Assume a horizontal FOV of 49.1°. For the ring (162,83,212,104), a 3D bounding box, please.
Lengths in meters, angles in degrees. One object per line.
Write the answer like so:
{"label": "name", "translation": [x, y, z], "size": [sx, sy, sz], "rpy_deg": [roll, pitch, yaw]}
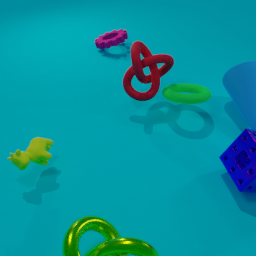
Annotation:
{"label": "ring", "translation": [1.633, -0.975, 7.807], "size": [1.349, 0.270, 1.349], "rpy_deg": [0, 24, 0]}

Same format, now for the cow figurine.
{"label": "cow figurine", "translation": [-2.151, 0.536, 6.221], "size": [0.877, 0.489, 0.891], "rpy_deg": [19, 44, -25]}

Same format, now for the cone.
{"label": "cone", "translation": [3.390, -0.626, 7.561], "size": [1.663, 1.663, 1.670], "rpy_deg": [8, 65, 8]}

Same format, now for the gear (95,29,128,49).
{"label": "gear", "translation": [-0.643, -3.435, 10.806], "size": [1.286, 0.238, 1.286], "rpy_deg": [-13, 35, 9]}

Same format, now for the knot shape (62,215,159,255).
{"label": "knot shape", "translation": [-0.441, 2.252, 4.725], "size": [1.734, 0.801, 1.622], "rpy_deg": [-31, 76, -12]}

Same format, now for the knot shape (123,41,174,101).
{"label": "knot shape", "translation": [0.617, -1.611, 7.777], "size": [1.489, 1.591, 0.735], "rpy_deg": [-17, 31, -29]}

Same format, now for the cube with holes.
{"label": "cube with holes", "translation": [2.860, 0.749, 6.165], "size": [0.970, 0.970, 0.970], "rpy_deg": [10, 40, -27]}
